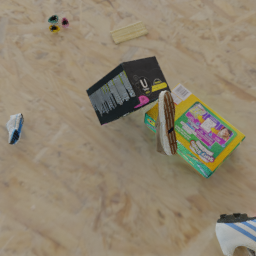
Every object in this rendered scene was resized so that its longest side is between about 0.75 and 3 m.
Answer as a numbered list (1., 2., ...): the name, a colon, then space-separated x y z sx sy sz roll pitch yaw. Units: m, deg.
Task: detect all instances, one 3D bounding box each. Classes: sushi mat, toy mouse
1. sushi mat: 0.054 -3.902 11.431 1.491 0.090 0.713 -22 67 -9
2. toy mouse: -2.840 -4.348 11.548 1.207 0.234 1.073 8 67 3

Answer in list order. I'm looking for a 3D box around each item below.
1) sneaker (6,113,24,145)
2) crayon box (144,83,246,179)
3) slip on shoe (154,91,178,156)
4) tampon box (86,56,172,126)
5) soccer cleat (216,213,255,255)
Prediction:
1. sneaker: -3.926 0.046 9.525 0.509 0.440 1.175 -2 57 6
2. crayon box: 2.121 0.044 9.250 1.689 0.828 2.844 -42 72 -17
3. slip on shoe: 0.962 -0.114 7.645 0.537 1.773 0.674 2 20 38
4. tampon box: -0.017 -1.135 8.731 1.527 2.037 1.286 -24 90 -41
5. soccer cleat: 3.995 3.024 7.928 2.963 1.035 1.279 -5 76 3
